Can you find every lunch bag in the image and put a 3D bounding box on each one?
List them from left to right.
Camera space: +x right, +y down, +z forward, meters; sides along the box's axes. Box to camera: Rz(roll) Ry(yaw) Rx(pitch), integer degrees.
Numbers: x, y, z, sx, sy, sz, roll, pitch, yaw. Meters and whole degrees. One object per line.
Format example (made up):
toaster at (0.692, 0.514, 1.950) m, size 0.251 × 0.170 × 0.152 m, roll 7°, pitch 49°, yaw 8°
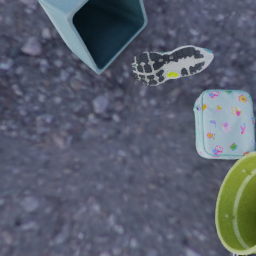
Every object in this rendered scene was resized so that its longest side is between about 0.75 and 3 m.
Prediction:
lunch bag at (2.542, -0.116, 7.560) m, size 1.519 × 0.730 × 1.894 m, roll 0°, pitch 77°, yaw 3°

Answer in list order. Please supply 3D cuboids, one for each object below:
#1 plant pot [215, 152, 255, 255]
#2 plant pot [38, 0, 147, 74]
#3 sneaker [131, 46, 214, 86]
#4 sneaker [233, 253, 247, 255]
plant pot at (3.626, 2.004, 6.473) m, size 2.166 × 2.356 × 2.356 m, roll 21°, pitch 78°, yaw -7°
plant pot at (-1.152, -3.297, 7.622) m, size 2.239 × 2.192 × 2.198 m, roll 37°, pitch 80°, yaw 27°
sneaker at (1.101, -1.641, 7.304) m, size 2.279 × 0.908 × 0.883 m, roll 3°, pitch 112°, yaw 37°
sneaker at (2.875, 3.453, 6.940) m, size 0.339 × 0.396 × 0.966 m, roll -16°, pitch 78°, yaw -4°
